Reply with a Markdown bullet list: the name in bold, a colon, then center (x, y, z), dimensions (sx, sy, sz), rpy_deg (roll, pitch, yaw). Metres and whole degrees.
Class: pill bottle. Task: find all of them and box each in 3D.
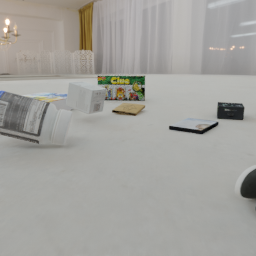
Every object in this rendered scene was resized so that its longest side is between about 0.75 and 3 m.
- **pill bottle**: center (-2.443, -0.206, 7.031), dimensions (1.911, 1.087, 1.087), rpy_deg (15, 11, -10)

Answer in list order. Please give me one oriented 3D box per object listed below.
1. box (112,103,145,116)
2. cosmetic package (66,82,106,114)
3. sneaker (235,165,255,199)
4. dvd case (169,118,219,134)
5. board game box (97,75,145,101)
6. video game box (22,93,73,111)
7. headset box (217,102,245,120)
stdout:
- **box**: center (0.043, -0.820, 11.961), dimensions (1.068, 0.139, 1.306), rpy_deg (9, 22, 19)
- **cosmetic package**: center (-1.489, -1.091, 9.959), dimensions (1.053, 0.876, 0.881), rpy_deg (20, 20, 24)
- **sneaker**: center (2.401, 0.892, 4.328), dimensions (1.486, 0.525, 0.737), rpy_deg (-2, 8, -25)
- **dvd case**: center (2.213, -0.090, 9.305), dimensions (1.131, 0.139, 1.585), rpy_deg (9, 16, 34)
- **board game box**: center (-0.373, -2.213, 15.524), dimensions (2.653, 1.390, 0.311), rpy_deg (1, 13, 7)
- **video game box**: center (-3.759, -1.132, 12.590), dimensions (2.605, 0.669, 2.859), rpy_deg (3, 13, 22)
- **headset box**: center (3.977, -0.669, 10.915), dimensions (0.963, 0.513, 1.106), rpy_deg (4, 14, 15)
